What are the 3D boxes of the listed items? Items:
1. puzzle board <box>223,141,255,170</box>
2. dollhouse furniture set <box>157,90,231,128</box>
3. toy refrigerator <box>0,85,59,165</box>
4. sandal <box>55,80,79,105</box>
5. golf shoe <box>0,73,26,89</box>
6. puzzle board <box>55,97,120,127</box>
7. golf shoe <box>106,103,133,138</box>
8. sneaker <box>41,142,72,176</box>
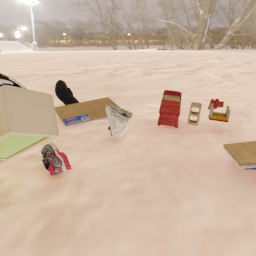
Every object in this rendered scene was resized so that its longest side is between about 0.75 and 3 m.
[{"bbox_3d":[2.812,0.477,5.504,1.551,0.179,2.058,-7,5,12],"label":"puzzle board"},{"bbox_3d":[1.871,-0.475,8.143,1.933,0.786,1.040,10,27,10],"label":"dollhouse furniture set"},{"bbox_3d":[-2.189,0.160,4.594,2.217,0.776,0.842,-23,-17,33],"label":"toy refrigerator"},{"bbox_3d":[-2.158,-1.112,10.003,1.535,0.577,0.367,53,19,27],"label":"sandal"},{"bbox_3d":[-3.973,-1.318,8.062,2.909,1.131,1.374,25,-16,-16],"label":"golf shoe"},{"bbox_3d":[-1.246,-0.516,8.953,1.939,0.169,1.462,-14,31,-22],"label":"puzzle board"},{"bbox_3d":[-0.375,-0.200,7.454,0.641,0.796,1.638,20,5,-10],"label":"golf shoe"},{"bbox_3d":[-1.542,0.603,5.600,0.413,0.446,1.105,-26,24,-26],"label":"sneaker"}]
